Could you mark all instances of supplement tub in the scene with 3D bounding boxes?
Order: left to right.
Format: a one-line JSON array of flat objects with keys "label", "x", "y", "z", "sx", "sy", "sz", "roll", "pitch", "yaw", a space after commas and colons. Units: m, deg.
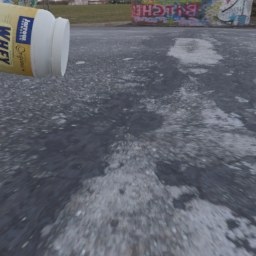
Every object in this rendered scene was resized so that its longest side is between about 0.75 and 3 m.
[{"label": "supplement tub", "x": -3.057, "y": -2.436, "z": 7.875, "sx": 2.618, "sy": 1.890, "sz": 1.890, "roll": 7, "pitch": 23, "yaw": -7}]

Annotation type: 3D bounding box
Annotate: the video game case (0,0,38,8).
[{"label": "video game case", "x": -3.306, "y": -4.146, "z": 8.737, "sx": 0.151, "sy": 1.366, "sz": 1.244, "roll": 20, "pitch": -1, "yaw": 21}]
